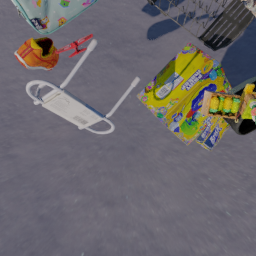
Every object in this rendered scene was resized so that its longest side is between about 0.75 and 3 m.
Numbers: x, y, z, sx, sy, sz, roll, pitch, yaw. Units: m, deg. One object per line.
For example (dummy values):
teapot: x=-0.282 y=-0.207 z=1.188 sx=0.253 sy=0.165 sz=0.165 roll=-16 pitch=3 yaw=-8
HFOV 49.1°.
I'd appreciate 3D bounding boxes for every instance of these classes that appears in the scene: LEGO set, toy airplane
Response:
LEGO set: x=2.477 y=0.174 z=4.289 sx=2.854 sy=1.313 sz=1.062 roll=31 pitch=33 yaw=-29
toy airplane: x=-1.081 y=-1.693 z=5.852 sx=0.894 sy=0.164 sz=0.894 roll=-18 pitch=32 yaw=12

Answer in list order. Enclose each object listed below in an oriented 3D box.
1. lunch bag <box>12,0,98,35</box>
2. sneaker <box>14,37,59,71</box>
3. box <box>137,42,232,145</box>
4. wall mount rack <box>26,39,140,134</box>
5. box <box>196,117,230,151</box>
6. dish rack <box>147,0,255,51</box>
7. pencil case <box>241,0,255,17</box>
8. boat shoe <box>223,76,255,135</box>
lunch bag: x=-1.870 y=-3.572 z=6.950 sx=2.305 sy=1.849 sz=0.889 roll=-36 pitch=59 yaw=-5
sneaker: x=-1.898 y=-1.750 z=6.511 sx=0.713 sy=0.674 sz=1.848 roll=-36 pitch=14 yaw=13
box: x=1.298 y=-0.668 z=6.034 sx=1.541 sy=1.484 sz=0.940 roll=-46 pitch=52 yaw=8
wall mount rack: x=-0.574 y=-0.480 z=3.805 sx=1.221 sy=1.405 sz=0.524 roll=-23 pitch=49 yaw=36
box: x=1.833 y=0.022 z=5.852 sx=0.290 sy=0.317 sz=0.904 roll=36 pitch=89 yaw=-19
dish rack: x=1.823 y=-3.171 z=6.699 sx=2.520 sy=0.687 sz=1.933 roll=42 pitch=93 yaw=10
pencil case: x=2.648 y=-2.754 z=5.696 sx=2.029 sy=0.907 sz=0.789 roll=35 pitch=77 yaw=-16
boat shoe: x=2.748 y=-0.803 z=4.790 sx=2.469 sy=0.903 sz=0.774 roll=-41 pitch=45 yaw=23
